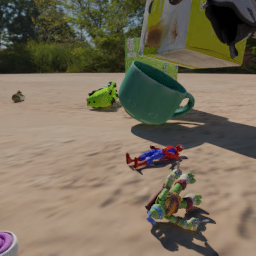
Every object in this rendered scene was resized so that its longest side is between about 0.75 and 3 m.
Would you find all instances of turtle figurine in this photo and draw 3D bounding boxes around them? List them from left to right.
[{"bbox_3d":[0.720,0.844,3.408,0.660,0.917,0.889,43,27,19],"label":"turtle figurine"}]

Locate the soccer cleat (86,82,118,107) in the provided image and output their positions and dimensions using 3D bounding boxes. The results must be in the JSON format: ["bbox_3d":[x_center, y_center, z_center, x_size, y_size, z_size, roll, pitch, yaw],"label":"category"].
[{"bbox_3d":[-1.126,-1.521,12.738,1.186,0.988,2.926,-7,14,8],"label":"soccer cleat"}]

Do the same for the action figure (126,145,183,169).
[{"bbox_3d":[0.607,0.504,5.556,1.328,0.343,0.434,-6,12,-35],"label":"action figure"}]

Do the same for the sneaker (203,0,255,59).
[{"bbox_3d":[2.488,-1.977,5.648,2.431,1.701,0.945,29,-24,-9],"label":"sneaker"}]

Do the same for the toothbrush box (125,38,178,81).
[{"bbox_3d":[1.041,-2.487,12.453,2.100,2.884,1.242,7,14,27],"label":"toothbrush box"}]

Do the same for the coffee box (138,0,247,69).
[{"bbox_3d":[2.174,-3.439,9.202,2.507,2.503,2.479,6,5,-30],"label":"coffee box"}]

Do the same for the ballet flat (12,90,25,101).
[{"bbox_3d":[-5.489,-1.595,14.174,0.501,0.469,1.384,18,9,-15],"label":"ballet flat"}]

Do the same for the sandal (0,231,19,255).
[{"bbox_3d":[-1.892,1.161,2.542,1.651,0.406,0.672,-7,15,-27],"label":"sandal"}]

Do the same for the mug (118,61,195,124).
[{"bbox_3d":[0.810,-0.878,8.621,2.275,1.407,1.869,33,23,7],"label":"mug"}]
